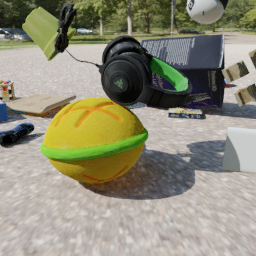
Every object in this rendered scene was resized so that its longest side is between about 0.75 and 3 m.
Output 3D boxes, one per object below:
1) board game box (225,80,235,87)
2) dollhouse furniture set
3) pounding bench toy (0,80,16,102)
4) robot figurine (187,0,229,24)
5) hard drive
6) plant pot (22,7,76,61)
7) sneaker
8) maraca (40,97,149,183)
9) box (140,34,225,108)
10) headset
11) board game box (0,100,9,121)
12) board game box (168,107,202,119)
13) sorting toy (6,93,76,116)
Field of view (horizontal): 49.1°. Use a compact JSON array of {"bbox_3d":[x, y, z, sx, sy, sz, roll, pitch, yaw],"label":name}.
[{"bbox_3d":[4.610,-2.218,13.943,1.349,0.263,1.066,-7,16,-34],"label":"board game box"},{"bbox_3d":[4.341,-1.226,7.889,2.141,2.443,1.623,-25,1,41],"label":"dollhouse furniture set"},{"bbox_3d":[-5.112,-1.488,11.179,1.014,0.791,0.630,-2,21,-6],"label":"pounding bench toy"},{"bbox_3d":[1.865,-3.081,6.309,1.064,1.416,0.884,23,-2,-40],"label":"robot figurine"},{"bbox_3d":[2.702,0.497,5.672,1.406,0.927,0.185,6,21,17],"label":"hard drive"},{"bbox_3d":[-2.643,-3.145,9.156,1.286,1.399,1.399,42,15,-14],"label":"plant pot"},{"bbox_3d":[-2.924,0.182,7.362,0.446,0.402,1.146,25,36,36],"label":"sneaker"},{"bbox_3d":[-0.725,0.172,5.717,2.043,1.594,2.980,-7,9,-14],"label":"maraca"},{"bbox_3d":[1.814,-1.839,9.489,2.776,2.054,1.448,3,58,22],"label":"box"},{"bbox_3d":[0.002,-1.256,5.150,2.678,1.258,1.654,15,33,-13],"label":"headset"},{"bbox_3d":[-5.404,-0.647,9.200,1.997,0.591,2.626,-16,26,-37],"label":"board game box"},{"bbox_3d":[1.916,-0.516,9.442,1.089,0.188,0.738,3,21,10],"label":"board game box"},{"bbox_3d":[-3.243,-0.858,10.198,2.121,0.387,1.963,4,20,23],"label":"sorting toy"}]
